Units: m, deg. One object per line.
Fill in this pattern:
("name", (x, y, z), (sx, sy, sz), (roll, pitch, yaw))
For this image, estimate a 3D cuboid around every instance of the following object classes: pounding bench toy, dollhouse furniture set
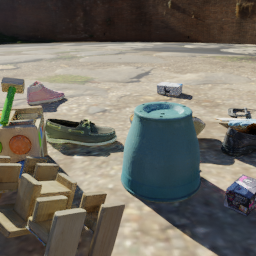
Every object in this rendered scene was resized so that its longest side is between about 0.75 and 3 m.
("pounding bench toy", (-2.876, 0.038, 6.847), (1.445, 2.326, 1.814), (-4, 21, -10))
("dollhouse furniture set", (-1.931, 1.684, 4.405), (2.440, 1.849, 2.784), (19, 6, 40))

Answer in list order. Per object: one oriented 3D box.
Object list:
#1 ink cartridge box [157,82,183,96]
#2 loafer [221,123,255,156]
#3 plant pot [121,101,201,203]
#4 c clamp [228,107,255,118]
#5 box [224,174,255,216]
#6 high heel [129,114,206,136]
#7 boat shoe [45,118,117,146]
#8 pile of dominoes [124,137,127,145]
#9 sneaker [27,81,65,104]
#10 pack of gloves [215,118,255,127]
("ink cartridge box", (2.202, -2.083, 14.805), (1.169, 0.489, 0.848), (10, 23, 24))
("loafer", (3.829, 0.241, 8.419), (2.211, 0.799, 0.805), (-11, 24, -26))
("plant pot", (0.799, 0.403, 6.595), (1.955, 1.837, 1.955), (0, 21, 0))
("c clamp", (4.730, -0.673, 11.620), (1.166, 0.185, 1.364), (9, 23, 22))
("box", (2.471, 1.392, 5.939), (0.530, 0.461, 0.803), (20, 29, 41))
("high heel", (1.305, -0.213, 9.167), (2.429, 0.867, 1.732), (-10, 29, -40))
("boat shoe", (-1.520, 0.080, 8.966), (2.351, 0.703, 0.840), (2, 21, 5))
("pile of dominoes", (0.404, 0.493, 8.802), (1.071, 0.171, 0.835), (-7, 24, 4))
("sneaker", (-3.901, -1.768, 13.332), (1.921, 1.004, 0.723), (-16, 24, -38))
("pack of gloves", (4.563, -0.013, 9.637), (2.621, 0.517, 2.202), (2, 4, 3))
